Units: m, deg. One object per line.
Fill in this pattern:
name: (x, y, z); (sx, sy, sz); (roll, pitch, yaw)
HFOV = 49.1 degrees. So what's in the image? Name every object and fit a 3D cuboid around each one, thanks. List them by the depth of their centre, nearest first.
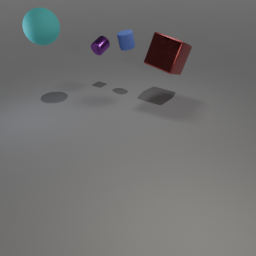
ball: (-3.403, -3.986, 11.027); (1.400, 1.400, 1.400); (0, 29, 0)
cube: (1.790, -3.286, 12.501); (1.400, 1.400, 1.400); (28, 20, 22)
cylinder: (-0.083, -3.927, 12.509); (0.700, 0.700, 0.700); (-9, 36, 7)
cylinder: (-1.369, -4.084, 13.884); (0.700, 0.700, 0.700); (19, 57, 31)
